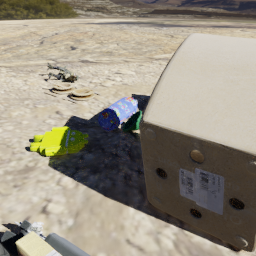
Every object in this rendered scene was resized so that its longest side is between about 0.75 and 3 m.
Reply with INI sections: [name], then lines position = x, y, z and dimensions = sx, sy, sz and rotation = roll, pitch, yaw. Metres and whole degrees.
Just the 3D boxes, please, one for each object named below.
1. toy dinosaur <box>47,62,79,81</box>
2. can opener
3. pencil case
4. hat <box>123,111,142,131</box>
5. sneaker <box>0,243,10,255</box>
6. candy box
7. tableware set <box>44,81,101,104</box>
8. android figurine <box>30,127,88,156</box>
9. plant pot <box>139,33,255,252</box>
[toy dinosaur]
position = -3.109, -2.575, 12.969
dimensions = 1.181, 0.636, 2.681
rotation = 4, 22, -27
[can opener]
position = -1.085, 1.849, 4.124
dimensions = 1.782, 0.469, 0.592
rotation = 13, 64, 28
[pencil case]
position = -0.262, -0.452, 8.552
dimensions = 0.689, 0.619, 1.585
rotation = 40, 35, 6
[hat]
position = 0.414, -0.017, 8.217
dimensions = 0.884, 0.778, 0.732
rotation = -48, 19, 1
[sneaker]
position = -2.463, 1.566, 3.869
dimensions = 2.351, 1.067, 0.893
rotation = 9, 29, 20
[candy box]
position = -1.026, 1.902, 3.676
dimensions = 1.059, 0.611, 0.293
rotation = 19, 32, 34
[tableware set]
position = -2.164, -1.530, 10.998
dimensions = 2.053, 0.412, 1.357
rotation = 20, 32, 35
[android figurine]
position = -1.754, 0.340, 7.292
dimensions = 1.446, 0.297, 1.316
rotation = -3, 26, -3
[plant pot]
position = 1.734, 0.244, 4.927
dimensions = 2.872, 2.869, 2.543
rotation = 19, 43, 34
